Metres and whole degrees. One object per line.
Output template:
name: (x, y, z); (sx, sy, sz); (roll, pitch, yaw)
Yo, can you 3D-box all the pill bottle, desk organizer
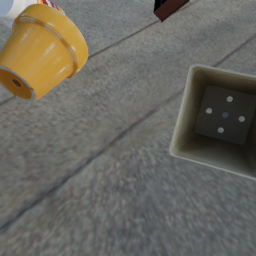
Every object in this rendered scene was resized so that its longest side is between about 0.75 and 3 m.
pill bottle: (-2.977, -3.474, 8.512); (1.257, 1.257, 2.225); (22, 10, 20)
desk organizer: (1.342, -4.229, 8.623); (1.004, 2.607, 0.935); (39, 89, -13)

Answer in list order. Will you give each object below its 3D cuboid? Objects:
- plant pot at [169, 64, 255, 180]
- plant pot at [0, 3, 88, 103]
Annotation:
plant pot: (1.292, -0.139, 3.686); (1.140, 1.142, 1.011); (15, 13, 15)
plant pot: (-1.953, -1.442, 5.935); (1.676, 1.676, 1.534); (20, 60, 18)
